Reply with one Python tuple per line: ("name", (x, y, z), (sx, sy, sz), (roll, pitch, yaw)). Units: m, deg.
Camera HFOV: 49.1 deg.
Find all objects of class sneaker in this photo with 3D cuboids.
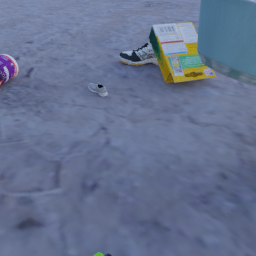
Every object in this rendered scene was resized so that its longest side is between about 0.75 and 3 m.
("sneaker", (0.791, -3.274, 11.919), (2.406, 1.055, 0.910), (0, 36, 4))
("sneaker", (-1.035, -1.431, 9.755), (0.933, 0.382, 0.349), (29, 43, 36))

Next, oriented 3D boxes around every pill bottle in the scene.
("pill bottle", (-4.805, -1.975, 10.080), (0.931, 0.931, 1.656), (10, 36, 15))

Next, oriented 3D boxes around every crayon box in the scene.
("crayon box", (2.015, -2.758, 10.709), (1.715, 0.703, 2.728), (-9, 65, -14))

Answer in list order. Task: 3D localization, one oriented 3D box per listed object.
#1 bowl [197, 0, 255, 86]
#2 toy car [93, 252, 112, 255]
("bowl", (2.576, -1.789, 5.994), (2.671, 1.397, 2.671), (16, 23, -7))
("toy car", (0.136, 2.391, 4.045), (1.695, 0.402, 1.801), (19, 37, 26))
